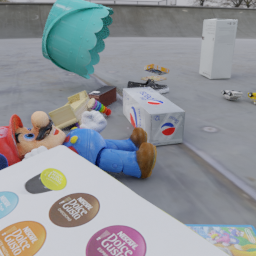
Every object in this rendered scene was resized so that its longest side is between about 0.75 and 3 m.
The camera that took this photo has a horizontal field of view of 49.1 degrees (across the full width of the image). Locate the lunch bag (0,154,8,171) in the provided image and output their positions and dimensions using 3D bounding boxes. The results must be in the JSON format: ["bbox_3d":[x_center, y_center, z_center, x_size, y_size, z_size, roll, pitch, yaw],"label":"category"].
[{"bbox_3d":[-2.537,0.759,3.381,1.271,1.306,1.922,11,-2,23],"label":"lunch bag"}]

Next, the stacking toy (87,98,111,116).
[{"bbox_3d":[-0.808,-0.577,8.216,0.755,0.322,0.322,28,3,-35],"label":"stacking toy"}]

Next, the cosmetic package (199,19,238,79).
[{"bbox_3d":[4.343,-3.854,13.666,1.105,2.724,1.537,-2,19,-8],"label":"cosmetic package"}]

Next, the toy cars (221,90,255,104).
[{"bbox_3d":[4.076,-1.068,9.782,1.763,0.390,0.790,11,15,36],"label":"toy cars"}]

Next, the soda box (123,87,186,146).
[{"bbox_3d":[0.562,-0.416,7.459,0.884,0.822,2.591,-6,22,-14],"label":"soda box"}]

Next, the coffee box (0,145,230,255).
[{"bbox_3d":[-0.481,1.383,1.393,1.706,1.725,1.723,-24,33,-34],"label":"coffee box"}]

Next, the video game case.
[{"bbox_3d":[0.642,1.609,3.135,1.993,0.177,1.426,0,22,3],"label":"video game case"}]

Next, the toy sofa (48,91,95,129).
[{"bbox_3d":[-1.519,-0.431,7.928,0.665,0.784,1.606,-20,18,15],"label":"toy sofa"}]

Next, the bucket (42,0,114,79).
[{"bbox_3d":[-1.936,-3.532,10.874,1.913,2.941,2.941,21,22,-3],"label":"bucket"}]

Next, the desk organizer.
[{"bbox_3d":[-0.857,-1.031,9.451,0.482,0.518,1.345,9,23,21],"label":"desk organizer"}]

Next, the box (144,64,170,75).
[{"bbox_3d":[1.008,-1.962,9.501,0.806,0.167,0.480,13,-6,-28],"label":"box"}]

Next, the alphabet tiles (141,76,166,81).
[{"bbox_3d":[1.265,-2.414,13.659,1.206,0.038,1.004,-17,26,-36],"label":"alphabet tiles"}]

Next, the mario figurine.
[{"bbox_3d":[-0.932,0.186,4.889,2.814,1.491,1.737,3,-14,-14],"label":"mario figurine"}]

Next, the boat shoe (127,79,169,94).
[{"bbox_3d":[0.789,-1.665,11.021,1.686,0.558,0.589,-1,21,-2],"label":"boat shoe"}]
